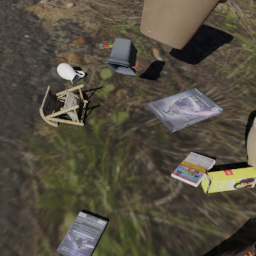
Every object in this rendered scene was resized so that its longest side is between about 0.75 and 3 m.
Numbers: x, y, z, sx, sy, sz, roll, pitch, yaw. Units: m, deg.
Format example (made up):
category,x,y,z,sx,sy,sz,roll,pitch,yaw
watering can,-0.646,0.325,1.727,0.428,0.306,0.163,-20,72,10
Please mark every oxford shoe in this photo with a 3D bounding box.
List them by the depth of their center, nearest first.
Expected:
category,x,y,z,sx,sy,sz,roll,pitch,yaw
oxford shoe,2.070,2.498,5.134,2.167,0.786,0.771,-17,45,-18

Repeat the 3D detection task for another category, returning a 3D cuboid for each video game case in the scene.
category,x,y,z,sx,sy,sz,roll,pitch,yaw
video game case,-0.942,2.282,5.905,0.693,0.092,0.970,15,45,16
video game case,1.686,1.034,7.187,0.716,0.087,1.002,19,44,37
video game case,1.849,-0.650,9.099,1.991,0.189,1.422,-19,45,-21

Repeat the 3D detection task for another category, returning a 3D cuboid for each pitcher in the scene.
category,x,y,z,sx,sy,sz,roll,pitch,yaw
pitcher,-2.127,-2.075,10.474,0.874,0.530,0.750,35,41,20

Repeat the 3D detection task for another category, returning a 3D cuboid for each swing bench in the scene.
category,x,y,z,sx,sy,sz,roll,pitch,yaw
swing bench,-1.970,-0.704,8.738,1.216,0.789,1.209,-3,42,4

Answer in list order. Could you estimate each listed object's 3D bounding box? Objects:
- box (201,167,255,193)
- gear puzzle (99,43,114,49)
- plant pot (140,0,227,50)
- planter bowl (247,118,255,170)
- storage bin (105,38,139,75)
category,x,y,z,sx,sy,sz,roll,pitch,yaw
box,2.452,1.258,6.763,1.254,0.472,0.314,-6,42,-5
gear puzzle,-0.873,-3.743,12.585,0.813,0.106,0.421,-10,43,-11
plant pot,1.399,-3.471,7.939,2.444,2.132,2.444,20,22,-8
planter bowl,3.695,0.610,6.823,1.819,1.224,1.819,7,43,-7
storage bin,-0.060,-2.030,7.991,0.824,0.760,1.132,13,1,14
